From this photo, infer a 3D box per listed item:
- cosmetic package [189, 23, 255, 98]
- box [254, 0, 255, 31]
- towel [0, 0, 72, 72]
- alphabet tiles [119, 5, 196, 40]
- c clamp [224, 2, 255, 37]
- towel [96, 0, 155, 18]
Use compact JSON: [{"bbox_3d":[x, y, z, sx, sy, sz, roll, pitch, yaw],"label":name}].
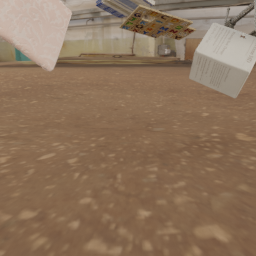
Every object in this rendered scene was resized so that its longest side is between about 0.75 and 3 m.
[{"bbox_3d":[2.378,-1.649,6.875,1.303,1.084,1.090,27,68,16],"label":"cosmetic package"},{"bbox_3d":[3.089,-2.607,5.504,0.894,1.044,1.039,5,-22,9],"label":"box"},{"bbox_3d":[-2.521,-2.884,7.241,0.351,2.082,2.180,-3,-25,35],"label":"towel"},{"bbox_3d":[0.705,-2.308,6.375,1.511,0.057,1.263,9,-4,-20],"label":"alphabet tiles"},{"bbox_3d":[3.675,-3.412,8.785,0.365,2.301,2.694,17,-9,-15],"label":"c clamp"},{"bbox_3d":[-0.099,-3.918,8.763,1.191,0.193,1.622,10,-6,-43],"label":"towel"}]
